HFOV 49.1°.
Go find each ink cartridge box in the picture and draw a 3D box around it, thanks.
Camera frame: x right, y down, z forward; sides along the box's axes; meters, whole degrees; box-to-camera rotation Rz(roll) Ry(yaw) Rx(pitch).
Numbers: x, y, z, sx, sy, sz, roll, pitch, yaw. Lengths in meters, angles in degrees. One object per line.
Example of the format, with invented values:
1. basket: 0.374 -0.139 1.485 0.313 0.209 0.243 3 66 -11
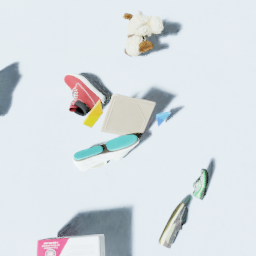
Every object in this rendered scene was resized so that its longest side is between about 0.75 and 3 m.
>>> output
1. ink cartridge box: -1.267 3.550 6.371 1.470 0.844 2.024 -4 72 2

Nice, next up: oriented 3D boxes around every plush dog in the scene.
1. plush dog: 0.307 -2.967 9.137 1.186 1.478 1.270 9 87 -31

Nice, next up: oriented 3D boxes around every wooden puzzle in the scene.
1. wooden puzzle: -0.031 -0.328 7.858 2.178 1.469 0.255 16 34 -23

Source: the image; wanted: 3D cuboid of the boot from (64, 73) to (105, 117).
1. boot: -1.611 -1.021 8.501 1.577 0.571 1.137 39 45 14

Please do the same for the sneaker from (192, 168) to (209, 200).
1. sneaker: 1.917 1.489 7.489 0.378 0.346 0.888 16 107 27

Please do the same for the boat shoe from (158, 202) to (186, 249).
1. boat shoe: 1.213 2.508 7.205 0.392 0.426 1.193 32 77 5

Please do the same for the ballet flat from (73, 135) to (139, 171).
1. ballet flat: -0.579 0.730 7.919 1.923 0.668 0.668 -18 67 -7
